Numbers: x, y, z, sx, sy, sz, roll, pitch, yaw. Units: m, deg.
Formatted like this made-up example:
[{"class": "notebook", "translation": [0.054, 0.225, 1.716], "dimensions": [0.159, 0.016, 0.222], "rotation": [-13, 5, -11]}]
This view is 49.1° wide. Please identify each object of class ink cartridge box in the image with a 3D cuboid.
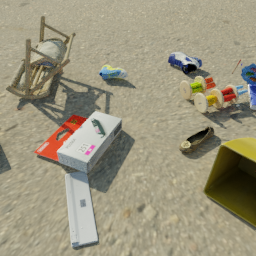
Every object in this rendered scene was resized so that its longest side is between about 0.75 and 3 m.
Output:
[{"class": "ink cartridge box", "translation": [-1.851, 0.275, 10.725], "dimensions": [2.379, 0.597, 2.741], "rotation": [17, 42, 18]}]

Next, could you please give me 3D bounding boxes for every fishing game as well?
[{"class": "fishing game", "translation": [5.895, -2.362, 12.843], "dimensions": [2.136, 1.529, 0.332], "rotation": [23, 68, 7]}]

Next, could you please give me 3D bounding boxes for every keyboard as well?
[{"class": "keyboard", "translation": [-1.494, 2.370, 8.693], "dimensions": [0.745, 0.141, 2.646], "rotation": [-5, 41, -14]}]

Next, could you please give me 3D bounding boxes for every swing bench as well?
[{"class": "swing bench", "translation": [-4.113, -3.212, 13.467], "dimensions": [1.939, 2.989, 2.973], "rotation": [25, 36, -22]}]

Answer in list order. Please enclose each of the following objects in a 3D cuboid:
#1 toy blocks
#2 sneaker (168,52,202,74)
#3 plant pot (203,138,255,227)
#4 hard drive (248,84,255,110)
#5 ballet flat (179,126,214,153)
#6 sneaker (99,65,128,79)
[{"class": "toy blocks", "translation": [3.981, -1.747, 12.903], "dimensions": [2.489, 0.904, 2.075], "rotation": [-17, 44, -19]}, {"class": "sneaker", "translation": [2.989, -3.482, 15.058], "dimensions": [1.846, 0.746, 1.066], "rotation": [18, 42, 18]}, {"class": "plant pot", "translation": [3.815, 1.396, 8.538], "dimensions": [1.998, 1.998, 1.762], "rotation": [31, 39, 31]}, {"class": "hard drive", "translation": [6.403, -1.483, 13.006], "dimensions": [1.448, 0.278, 2.195], "rotation": [10, 40, 12]}, {"class": "ballet flat", "translation": [2.665, 0.390, 10.752], "dimensions": [1.838, 0.426, 0.619], "rotation": [-26, 47, -27]}, {"class": "sneaker", "translation": [-0.813, -2.701, 14.356], "dimensions": [1.615, 0.612, 0.848], "rotation": [22, 57, 33]}]
